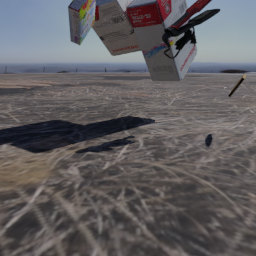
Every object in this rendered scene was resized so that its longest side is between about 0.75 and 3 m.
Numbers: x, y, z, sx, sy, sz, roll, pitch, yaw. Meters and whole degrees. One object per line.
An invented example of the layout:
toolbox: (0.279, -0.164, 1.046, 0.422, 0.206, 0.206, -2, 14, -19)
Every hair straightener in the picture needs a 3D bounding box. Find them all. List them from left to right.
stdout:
hair straightener: (1.953, -2.950, 8.442, 0.605, 1.138, 2.958, 12, 49, 42)

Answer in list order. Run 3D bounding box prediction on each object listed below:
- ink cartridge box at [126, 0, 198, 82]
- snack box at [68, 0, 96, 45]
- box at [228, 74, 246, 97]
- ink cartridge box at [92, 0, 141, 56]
ink cartridge box: (1.330, -3.380, 9.897, 1.198, 2.892, 2.108, 5, 46, 34)
snack box: (-1.023, -2.532, 6.317, 0.296, 0.795, 1.117, 26, -23, 1)
box: (3.101, -1.213, 7.920, 0.082, 0.632, 0.773, 37, 30, 11)
ink cartridge box: (-0.379, -3.670, 9.881, 1.491, 2.067, 0.866, -1, 55, 33)
